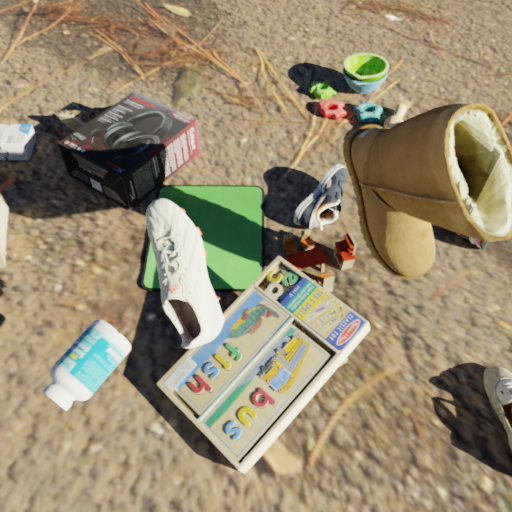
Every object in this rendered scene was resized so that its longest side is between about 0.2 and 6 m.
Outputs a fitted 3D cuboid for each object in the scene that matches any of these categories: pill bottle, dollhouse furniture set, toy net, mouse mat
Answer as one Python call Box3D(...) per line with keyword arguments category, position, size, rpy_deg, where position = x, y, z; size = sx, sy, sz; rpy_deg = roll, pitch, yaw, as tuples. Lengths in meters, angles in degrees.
Box3D(category="pill bottle", position=(-2.496, 1.609, 8.188), size=(0.709, 0.709, 1.280), rpy_deg=(28, 64, 22))
Box3D(category="dollhouse furniture set", position=(1.286, 0.004, 11.260), size=(1.342, 0.699, 1.356), rpy_deg=(-13, 51, -11))
Box3D(category="toy net", position=(3.008, -3.744, 14.410), size=(2.181, 0.803, 4.158), rpy_deg=(-15, 51, -13))
Box3D(category="mouse mat", position=(-1.058, -0.464, 12.068), size=(2.503, 0.117, 3.110), rpy_deg=(0, 50, 1))

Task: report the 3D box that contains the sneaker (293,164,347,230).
Box3D(category="sneaker", position=(1.624, -1.235, 12.330), size=(0.727, 0.718, 1.831), rpy_deg=(27, 65, 27))

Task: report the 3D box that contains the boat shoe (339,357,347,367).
Box3D(category="boat shoe", position=(0.650, 1.571, 9.986), size=(1.982, 0.706, 0.639), rpy_deg=(22, 62, 25))

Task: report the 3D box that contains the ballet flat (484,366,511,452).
Box3D(category="ballet flat", position=(4.320, 2.595, 9.077), size=(0.697, 0.645, 2.067), rpy_deg=(-5, 49, -3))

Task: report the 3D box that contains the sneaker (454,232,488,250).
Box3D(category="sneaker", position=(4.924, -1.288, 12.211), size=(1.055, 0.982, 2.445), rpy_deg=(25, 53, 22))

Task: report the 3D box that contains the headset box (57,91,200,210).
Box3D(category="headset box", position=(-2.836, -2.632, 13.273), size=(2.086, 1.082, 2.803), rpy_deg=(29, 57, 23))

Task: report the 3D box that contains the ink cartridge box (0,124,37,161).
Box3D(category="ink cartridge box", position=(-6.154, -2.799, 13.792), size=(1.190, 0.502, 0.869), rpy_deg=(0, 49, 0))

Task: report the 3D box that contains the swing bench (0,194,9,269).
Box3D(category="swing bench", position=(-6.105, -0.588, 11.501), size=(1.733, 1.124, 1.724), rpy_deg=(-11, 50, -10))

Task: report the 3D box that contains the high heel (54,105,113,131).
Box3D(category="high heel", position=(-4.283, -3.675, 14.463), size=(1.546, 0.552, 1.102), rpy_deg=(19, 57, -6))

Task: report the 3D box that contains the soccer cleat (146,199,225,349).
Box3D(category="soccer cleat", position=(-1.015, 0.236, 7.484), size=(0.713, 2.058, 0.798), rpy_deg=(-16, 8, 32))

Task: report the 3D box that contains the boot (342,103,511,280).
Box3D(category="boot", position=(2.499, -0.636, 8.147), size=(1.130, 2.992, 3.416), rpy_deg=(-31, 15, -5))

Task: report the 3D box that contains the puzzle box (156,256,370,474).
Box3D(category="puzzle box", position=(0.115, 1.711, 9.400), size=(2.091, 0.400, 3.143), rpy_deg=(37, 76, 27))
